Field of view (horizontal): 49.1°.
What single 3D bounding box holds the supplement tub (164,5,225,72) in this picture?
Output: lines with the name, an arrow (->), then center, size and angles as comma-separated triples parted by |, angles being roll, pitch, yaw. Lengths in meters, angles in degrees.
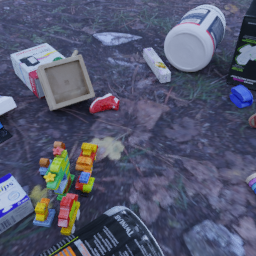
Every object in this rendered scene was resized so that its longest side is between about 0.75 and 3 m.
supplement tub -> 2.847, -3.769, 11.600 | 1.951, 1.951, 2.780 | 20, 47, 20

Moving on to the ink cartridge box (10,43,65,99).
ink cartridge box -> -3.268, -2.263, 10.779 | 1.608, 0.914, 2.206 | -29, 51, -27

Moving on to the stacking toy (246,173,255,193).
stacking toy -> 3.461, 1.666, 7.073 | 0.446, 0.446, 1.045 | -13, 51, -13

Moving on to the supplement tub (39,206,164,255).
supplement tub -> -0.832, 2.785, 4.900 | 2.798, 1.714, 1.714 | -27, 50, -25

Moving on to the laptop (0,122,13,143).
laptop -> -4.144, 0.106, 8.659 | 0.823, 0.425, 0.730 | 34, 54, 30

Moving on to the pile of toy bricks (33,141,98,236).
pile of toy bricks -> -1.634, 1.090, 6.950 | 1.513, 1.346, 2.728 | 6, 44, 7

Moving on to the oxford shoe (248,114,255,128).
oxford shoe -> 4.588, -0.409, 9.240 | 1.618, 0.570, 0.605 | -15, 20, -14

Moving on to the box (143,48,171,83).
box -> 1.160, -2.607, 11.497 | 0.411, 0.441, 2.126 | -12, 44, -12

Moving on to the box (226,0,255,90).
box -> 4.916, -3.030, 10.295 | 1.668, 2.684, 1.993 | 20, 47, 19

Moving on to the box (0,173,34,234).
box -> -3.001, 1.809, 6.771 | 0.979, 0.559, 1.065 | -32, 52, -30

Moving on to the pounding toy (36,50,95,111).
pounding toy -> -2.116, -1.729, 9.603 | 1.707, 1.855, 1.319 | -21, 8, -20

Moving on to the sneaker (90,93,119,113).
sneaker -> -0.733, -0.774, 9.579 | 0.658, 0.446, 1.139 | 28, 52, 28

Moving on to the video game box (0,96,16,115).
video game box -> -4.651, -0.473, 8.847 | 1.770, 0.414, 1.612 | -35, 30, -31

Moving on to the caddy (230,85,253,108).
caddy -> 3.989, -1.112, 9.804 | 0.463, 0.623, 0.882 | -19, 47, -11
